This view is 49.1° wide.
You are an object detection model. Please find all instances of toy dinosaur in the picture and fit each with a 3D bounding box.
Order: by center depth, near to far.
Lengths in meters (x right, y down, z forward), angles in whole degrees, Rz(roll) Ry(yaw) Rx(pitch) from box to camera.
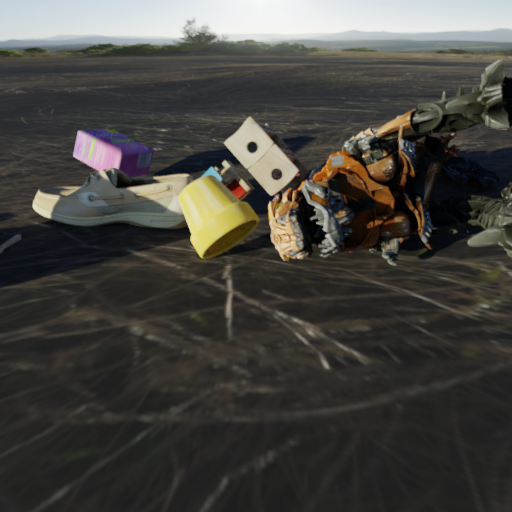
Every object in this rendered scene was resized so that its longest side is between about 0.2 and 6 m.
[{"bbox_3d":[2.299,-1.384,8.827,3.601,2.710,5.305,-5,39,37],"label":"toy dinosaur"}]

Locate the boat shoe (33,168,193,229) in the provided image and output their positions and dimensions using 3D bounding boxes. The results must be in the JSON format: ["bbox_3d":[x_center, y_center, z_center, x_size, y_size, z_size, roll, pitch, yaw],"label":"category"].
[{"bbox_3d":[-2.477,-1.087,9.732,2.950,0.958,1.064,5,24,11],"label":"boat shoe"}]

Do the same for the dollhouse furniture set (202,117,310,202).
[{"bbox_3d":[-0.152,-1.191,9.034,1.140,1.627,1.147,49,16,4],"label":"dollhouse furniture set"}]

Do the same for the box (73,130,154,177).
[{"bbox_3d":[-3.082,-2.221,12.158,1.242,0.601,1.093,28,25,20],"label":"box"}]

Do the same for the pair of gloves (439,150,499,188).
[{"bbox_3d":[3.502,-1.918,12.376,3.192,0.395,2.844,0,22,-6],"label":"pair of gloves"}]

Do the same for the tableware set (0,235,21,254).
[{"bbox_3d":[-5.212,-0.204,8.409,2.785,0.427,1.876,4,24,8],"label":"tableware set"}]

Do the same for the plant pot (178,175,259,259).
[{"bbox_3d":[-0.621,-0.614,8.189,1.007,1.007,0.948,-24,75,-43],"label":"plant pot"}]
